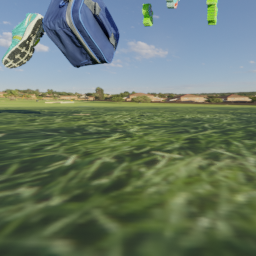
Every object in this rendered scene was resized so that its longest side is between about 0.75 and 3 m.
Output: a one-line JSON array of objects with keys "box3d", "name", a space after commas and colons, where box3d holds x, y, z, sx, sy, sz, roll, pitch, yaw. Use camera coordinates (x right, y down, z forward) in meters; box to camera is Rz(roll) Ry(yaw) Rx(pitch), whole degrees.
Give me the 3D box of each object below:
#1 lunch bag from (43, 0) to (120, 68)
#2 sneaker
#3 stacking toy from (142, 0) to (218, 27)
[{"box3d": [-1.275, -3.078, 8.468, 1.571, 1.613, 2.375, -2, -28, 24], "name": "lunch bag"}, {"box3d": [-3.536, -2.915, 9.376, 0.836, 2.099, 0.813, 28, -9, 19], "name": "sneaker"}, {"box3d": [0.964, -3.412, 6.234, 1.874, 2.486, 0.584, 9, 48, 28], "name": "stacking toy"}]
